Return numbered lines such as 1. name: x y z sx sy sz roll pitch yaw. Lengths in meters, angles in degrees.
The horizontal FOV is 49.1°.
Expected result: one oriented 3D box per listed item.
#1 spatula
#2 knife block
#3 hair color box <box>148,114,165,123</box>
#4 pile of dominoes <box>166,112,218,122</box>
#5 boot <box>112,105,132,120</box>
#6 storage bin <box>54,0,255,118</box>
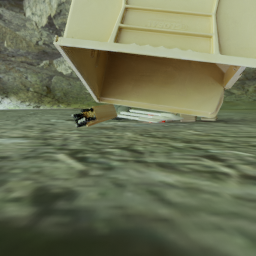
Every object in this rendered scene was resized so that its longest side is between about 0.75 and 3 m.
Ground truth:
1. spatula: 0.520 -0.372 8.988 2.165 0.174 1.506 9 17 42
2. knife block: -0.815 -0.345 7.185 1.212 0.388 1.064 -19 -2 -13
3. hair color box: 0.989 -0.349 9.856 0.515 0.297 0.928 0 6 0
4. pile of dominoes: 2.527 -0.663 10.967 1.839 0.376 2.360 -2 13 17
5. boot: -0.166 -1.205 10.738 1.637 1.801 0.654 4 -18 42
6. storage bin: 0.673 -1.231 4.824 2.828 1.335 2.849 9 -9 6
